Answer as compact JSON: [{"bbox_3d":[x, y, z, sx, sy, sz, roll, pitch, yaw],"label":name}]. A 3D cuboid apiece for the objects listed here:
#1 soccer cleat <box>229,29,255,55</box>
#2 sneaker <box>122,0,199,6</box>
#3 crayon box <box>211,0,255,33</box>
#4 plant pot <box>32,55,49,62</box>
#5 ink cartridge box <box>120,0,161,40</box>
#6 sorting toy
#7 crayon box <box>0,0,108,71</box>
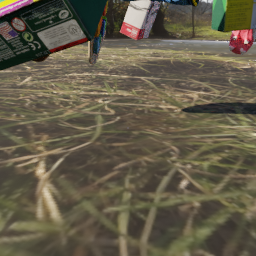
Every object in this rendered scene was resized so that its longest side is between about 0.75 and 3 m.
[{"bbox_3d":[3.767,-3.443,8.349,0.886,2.655,1.015,24,50,14],"label":"soccer cleat"},{"bbox_3d":[0.908,-3.258,6.407,2.973,1.165,0.980,-2,13,38],"label":"sneaker"},{"bbox_3d":[2.352,-2.965,5.272,1.327,2.090,0.531,-9,27,-12],"label":"crayon box"},{"bbox_3d":[-2.568,-2.998,8.564,1.498,1.400,1.400,-23,6,34],"label":"plant pot"},{"bbox_3d":[0.546,-4.223,10.130,0.746,1.800,1.321,29,30,10],"label":"ink cartridge box"},{"bbox_3d":[-0.872,-3.116,8.383,0.342,1.875,1.735,10,60,3],"label":"sorting toy"},{"bbox_3d":[-1.515,-1.992,4.422,2.624,0.765,2.264,-8,49,27],"label":"crayon box"}]
